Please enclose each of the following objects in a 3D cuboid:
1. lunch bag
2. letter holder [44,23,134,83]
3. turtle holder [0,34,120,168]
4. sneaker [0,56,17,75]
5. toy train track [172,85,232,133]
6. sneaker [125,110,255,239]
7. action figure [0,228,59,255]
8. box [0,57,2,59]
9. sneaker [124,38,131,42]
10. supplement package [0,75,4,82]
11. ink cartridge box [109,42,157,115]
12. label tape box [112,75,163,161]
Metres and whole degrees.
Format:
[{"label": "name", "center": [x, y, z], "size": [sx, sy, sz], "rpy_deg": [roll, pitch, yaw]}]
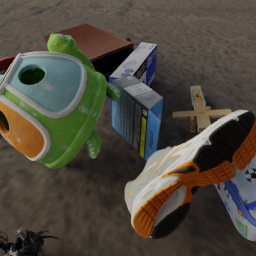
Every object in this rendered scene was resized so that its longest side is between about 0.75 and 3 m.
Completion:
[{"label": "lunch bag", "center": [2.831, 0.904, 4.971], "size": [2.399, 0.906, 1.922], "rpy_deg": [-14, 47, -5]}, {"label": "letter holder", "center": [-1.321, -2.238, 9.053], "size": [1.854, 1.311, 2.608], "rpy_deg": [-28, 45, -29]}, {"label": "turtle holder", "center": [-1.389, -0.677, 5.483], "size": [2.058, 1.924, 2.709], "rpy_deg": [11, 72, 62]}, {"label": "sneaker", "center": [-4.490, -1.784, 8.797], "size": [1.327, 0.900, 2.297], "rpy_deg": [23, 41, 25]}, {"label": "toy train track", "center": [1.919, -0.481, 7.524], "size": [1.441, 0.409, 2.513], "rpy_deg": [-2, 31, 9]}, {"label": "sneaker", "center": [0.947, 0.526, 4.700], "size": [2.637, 0.998, 1.213], "rpy_deg": [-38, 26, -5]}, {"label": "action figure", "center": [-1.840, 1.907, 3.930], "size": [1.042, 0.894, 1.753], "rpy_deg": [18, 41, 39]}, {"label": "box", "center": [-4.789, -2.040, 9.604], "size": [1.173, 0.283, 0.929], "rpy_deg": [-23, 43, -27]}, {"label": "sneaker", "center": [-0.122, -2.992, 10.366], "size": [0.399, 0.544, 1.202], "rpy_deg": [31, 60, -7]}, {"label": "supplement package", "center": [-4.132, -0.642, 7.181], "size": [1.770, 0.981, 1.379], "rpy_deg": [1, 37, 0]}, {"label": "ink cartridge box", "center": [0.226, -1.460, 8.086], "size": [0.559, 1.189, 2.530], "rpy_deg": [13, 39, 16]}, {"label": "label tape box", "center": [0.326, -0.178, 6.288], "size": [0.587, 1.337, 1.853], "rpy_deg": [-19, 42, -26]}]
